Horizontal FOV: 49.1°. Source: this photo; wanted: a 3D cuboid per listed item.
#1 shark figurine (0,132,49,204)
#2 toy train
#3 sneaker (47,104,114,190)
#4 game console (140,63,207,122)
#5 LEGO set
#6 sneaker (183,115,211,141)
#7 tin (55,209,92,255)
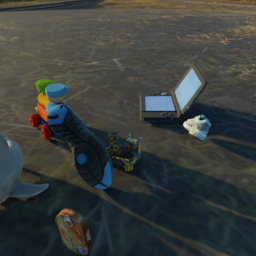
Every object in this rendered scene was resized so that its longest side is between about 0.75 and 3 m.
[{"bbox_3d":[-2.821,0.515,6.148,1.857,1.297,3.109,-9,33,-14],"label":"shark figurine"},{"bbox_3d":[-2.500,-0.817,8.493,1.084,1.481,2.560,-19,34,-32],"label":"toy train"},{"bbox_3d":[-0.956,0.401,6.462,0.816,0.913,2.229,-36,71,4],"label":"sneaker"},{"bbox_3d":[1.392,-1.268,9.482,1.967,1.363,2.304,0,27,2],"label":"game console"},{"bbox_3d":[-0.193,0.467,6.878,1.165,0.675,0.896,22,37,31],"label":"LEGO set"},{"bbox_3d":[1.948,-0.069,7.636,0.534,0.594,1.376,33,10,-8],"label":"sneaker"},{"bbox_3d":[-0.852,1.651,4.439,0.512,0.915,0.192,7,33,21],"label":"tin"}]
